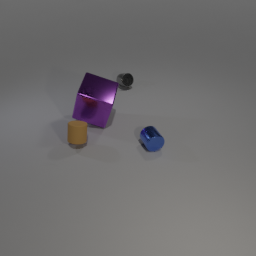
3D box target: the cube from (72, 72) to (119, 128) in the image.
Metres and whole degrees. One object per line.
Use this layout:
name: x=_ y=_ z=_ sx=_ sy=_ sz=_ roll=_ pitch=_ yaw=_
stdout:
cube: x=-1.305 y=-1.113 z=11.268 sx=1.400 sy=1.400 sz=1.400 roll=17 pitch=47 yaw=-7

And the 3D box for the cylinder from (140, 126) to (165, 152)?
cylinder: x=0.873 y=0.391 z=10.199 sx=0.700 sy=0.700 sz=0.700 roll=-11 pitch=36 yaw=-17

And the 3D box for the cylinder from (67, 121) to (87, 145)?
cylinder: x=-1.840 y=0.156 z=10.175 sx=0.700 sy=0.700 sz=0.700 roll=5 pitch=17 yaw=-2

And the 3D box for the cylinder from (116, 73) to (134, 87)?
cylinder: x=-0.161 y=-2.519 z=14.670 sx=0.700 sy=0.700 sz=0.700 roll=-15 pitch=15 yaw=-23
